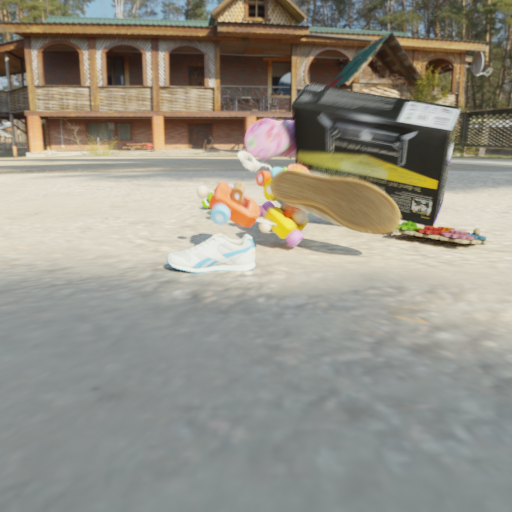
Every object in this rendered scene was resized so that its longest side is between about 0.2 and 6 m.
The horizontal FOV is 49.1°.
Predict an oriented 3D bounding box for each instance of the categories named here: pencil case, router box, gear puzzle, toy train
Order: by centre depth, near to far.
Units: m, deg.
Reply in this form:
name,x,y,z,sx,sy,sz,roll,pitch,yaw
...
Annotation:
name,x,y,z,sx,sy,sz,roll,pitch,yaw
toy train,0.187,-1.304,10.708,2.131,0.789,2.837,32,34,-8
gear puzzle,3.492,-0.563,11.525,1.193,0.302,2.304,-1,10,-44
router box,2.384,-2.070,11.665,3.164,2.488,0.826,16,52,21
pencil case,0.540,-2.629,12.672,0.929,0.929,2.125,5,12,22

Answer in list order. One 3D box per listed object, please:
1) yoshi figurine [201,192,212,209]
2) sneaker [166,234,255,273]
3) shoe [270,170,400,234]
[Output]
name,x,y,z,sx,sy,sz,roll,pitch,yaw
yoshi figurine,-0.943,-1.619,15.897,1.203,0.673,0.676,-11,23,-30
sneaker,-0.735,-0.054,9.093,1.436,0.580,0.549,-3,15,-8
shoe,1.405,-0.988,9.785,2.376,0.831,0.634,22,6,24
